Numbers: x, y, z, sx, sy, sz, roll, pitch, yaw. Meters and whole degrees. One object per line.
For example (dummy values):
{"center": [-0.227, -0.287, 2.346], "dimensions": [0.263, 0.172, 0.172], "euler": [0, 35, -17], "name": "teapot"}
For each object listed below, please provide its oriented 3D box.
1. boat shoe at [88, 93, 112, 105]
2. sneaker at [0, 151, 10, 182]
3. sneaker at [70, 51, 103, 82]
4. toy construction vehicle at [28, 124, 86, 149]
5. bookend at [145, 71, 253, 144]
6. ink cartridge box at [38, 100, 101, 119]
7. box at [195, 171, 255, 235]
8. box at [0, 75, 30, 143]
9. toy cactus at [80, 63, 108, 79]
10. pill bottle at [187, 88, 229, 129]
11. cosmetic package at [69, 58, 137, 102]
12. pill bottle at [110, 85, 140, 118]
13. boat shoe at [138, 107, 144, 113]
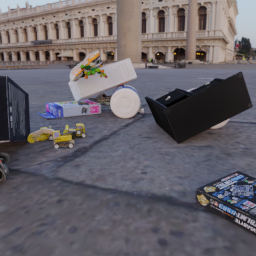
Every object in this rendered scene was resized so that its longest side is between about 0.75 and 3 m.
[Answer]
{"center": [-1.367, -1.602, 15.174], "dimensions": [1.652, 0.606, 0.615], "euler": [4, 16, 14], "name": "boat shoe"}
{"center": [-2.963, 0.852, 5.718], "dimensions": [0.923, 0.868, 2.253], "euler": [4, 15, -11], "name": "sneaker"}
{"center": [-1.586, -2.328, 11.068], "dimensions": [0.681, 0.672, 1.741], "euler": [10, 49, 44], "name": "sneaker"}
{"center": [-2.150, 0.146, 8.729], "dimensions": [1.656, 0.583, 1.441], "euler": [-2, 15, -7], "name": "toy construction vehicle"}
{"center": [2.233, -0.900, 9.576], "dimensions": [2.631, 1.212, 2.614], "euler": [-26, 17, -2], "name": "bookend"}
{"center": [-2.681, -0.882, 12.767], "dimensions": [2.547, 0.534, 1.520], "euler": [-11, 18, -30], "name": "ink cartridge box"}
{"center": [2.151, 1.278, 5.031], "dimensions": [1.338, 0.332, 1.328], "euler": [-11, 18, -35], "name": "box"}
{"center": [-3.903, -0.345, 7.372], "dimensions": [2.180, 1.537, 2.947], "euler": [-3, -2, -9], "name": "box"}
{"center": [-1.292, -2.141, 10.393], "dimensions": [1.041, 0.532, 0.859], "euler": [8, 33, -19], "name": "toy cactus"}
{"center": [2.921, -0.875, 11.066], "dimensions": [1.333, 1.333, 2.360], "euler": [-3, 16, -12], "name": "pill bottle"}
{"center": [-1.172, -2.191, 12.869], "dimensions": [2.792, 0.995, 1.416], "euler": [-24, 6, -20], "name": "cosmetic package"}
{"center": [-0.120, -1.285, 12.695], "dimensions": [1.271, 1.271, 2.291], "euler": [0, 15, 0], "name": "pill bottle"}
{"center": [0.515, -0.919, 13.190], "dimensions": [0.280, 0.323, 0.758], "euler": [-7, 17, -25], "name": "boat shoe"}
